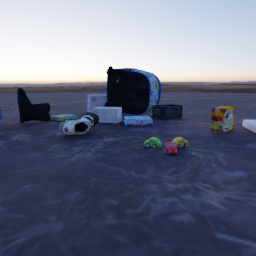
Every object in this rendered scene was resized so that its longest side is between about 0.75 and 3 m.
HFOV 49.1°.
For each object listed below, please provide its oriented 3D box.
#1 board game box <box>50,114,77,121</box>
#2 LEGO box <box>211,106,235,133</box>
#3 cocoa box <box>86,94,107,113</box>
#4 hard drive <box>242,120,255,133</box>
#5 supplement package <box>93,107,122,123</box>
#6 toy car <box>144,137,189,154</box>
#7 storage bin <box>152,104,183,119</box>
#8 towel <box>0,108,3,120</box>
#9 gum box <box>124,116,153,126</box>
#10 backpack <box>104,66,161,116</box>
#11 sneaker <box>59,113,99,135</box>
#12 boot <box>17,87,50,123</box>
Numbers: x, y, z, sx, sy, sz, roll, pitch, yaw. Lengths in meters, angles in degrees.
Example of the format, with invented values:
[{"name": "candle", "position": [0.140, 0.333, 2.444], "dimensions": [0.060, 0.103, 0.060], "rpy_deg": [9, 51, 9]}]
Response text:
[{"name": "board game box", "position": [-3.385, -0.552, 14.518], "dimensions": [0.864, 0.187, 1.284], "rpy_deg": [5, 10, 30]}, {"name": "LEGO box", "position": [3.747, -0.355, 11.049], "dimensions": [0.485, 0.935, 1.256], "rpy_deg": [8, 13, 38]}, {"name": "cocoa box", "position": [-1.719, -1.559, 17.679], "dimensions": [1.673, 1.116, 1.098], "rpy_deg": [-3, 10, -18]}, {"name": "hard drive", "position": [5.589, 0.029, 10.483], "dimensions": [1.792, 0.357, 2.718], "rpy_deg": [1, 10, 7]}, {"name": "supplement package", "position": [-0.975, -0.646, 13.473], "dimensions": [1.238, 0.704, 0.678], "rpy_deg": [3, 11, 14]}, {"name": "toy car", "position": [1.041, 0.446, 8.194], "dimensions": [1.245, 0.295, 1.323], "rpy_deg": [5, 11, 28]}, {"name": "storage bin", "position": [2.102, -0.874, 14.958], "dimensions": [1.463, 0.686, 0.989], "rpy_deg": [-7, 12, -30]}, {"name": "towel", "position": [-6.173, -0.789, 11.577], "dimensions": [0.698, 1.607, 2.878], "rpy_deg": [-12, 11, -2]}, {"name": "gum box", "position": [0.437, -0.336, 12.832], "dimensions": [1.172, 0.307, 1.379], "rpy_deg": [-1, 10, -5]}, {"name": "backpack", "position": [0.429, -2.075, 16.059], "dimensions": [2.970, 2.718, 2.183], "rpy_deg": [13, 15, 35]}, {"name": "sneaker", "position": [-1.591, -0.093, 10.483], "dimensions": [0.810, 0.678, 1.831], "rpy_deg": [7, 21, 37]}, {"name": "boot", "position": [-4.505, -1.119, 13.439], "dimensions": [1.441, 1.715, 0.655], "rpy_deg": [-7, 8, -21]}]
